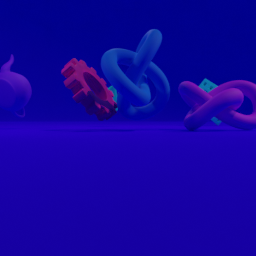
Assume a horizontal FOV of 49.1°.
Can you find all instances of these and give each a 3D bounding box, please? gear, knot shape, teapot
[{"bbox_3d":[-0.832,-0.867,6.345,0.281,1.517,1.517,-35,-11,19],"label":"gear"},{"bbox_3d":[2.179,-0.537,6.335,1.933,0.954,2.066,0,18,2],"label":"knot shape"},{"bbox_3d":[-3.035,-1.053,7.411,1.052,1.693,0.829,2,21,21],"label":"teapot"},{"bbox_3d":[0.284,-1.253,6.160,0.947,1.919,2.050,8,-17,29],"label":"knot shape"}]

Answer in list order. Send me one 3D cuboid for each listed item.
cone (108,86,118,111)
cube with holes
[{"bbox_3d":[-0.667,-1.300,10.733,1.015,1.015,1.019,-1,-42,-31],"label":"cone"},{"bbox_3d":[3.667,-1.138,12.285,1.248,1.248,1.248,30,14,-38],"label":"cube with holes"}]
